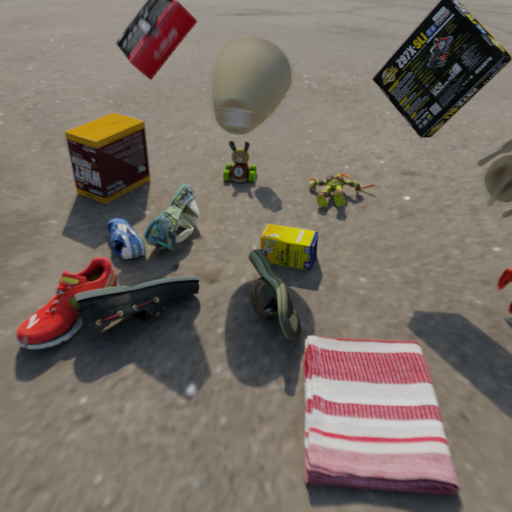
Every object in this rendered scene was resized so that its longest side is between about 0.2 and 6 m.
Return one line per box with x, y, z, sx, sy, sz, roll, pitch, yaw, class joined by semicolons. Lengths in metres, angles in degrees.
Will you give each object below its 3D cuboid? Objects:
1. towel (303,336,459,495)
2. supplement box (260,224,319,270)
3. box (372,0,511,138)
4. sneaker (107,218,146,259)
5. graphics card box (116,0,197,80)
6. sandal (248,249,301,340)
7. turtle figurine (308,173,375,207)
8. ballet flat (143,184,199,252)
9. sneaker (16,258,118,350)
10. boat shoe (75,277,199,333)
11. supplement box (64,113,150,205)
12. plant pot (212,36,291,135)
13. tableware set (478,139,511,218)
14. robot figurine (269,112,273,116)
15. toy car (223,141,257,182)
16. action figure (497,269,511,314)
1.677;2.149;8.181;1.956;0.309;2.716;3;34;3;towel
0.670;-0.183;11.370;1.086;0.591;0.595;9;35;14;supplement box
3.406;-3.488;10.494;0.504;2.041;1.629;-14;64;-46;box
-2.841;-0.370;11.745;0.564;0.507;1.372;-25;41;-29;sneaker
-2.137;-4.617;11.603;0.600;1.480;2.359;34;11;-34;graphics card box
0.209;0.733;9.912;0.678;0.944;2.378;-25;32;-3;sandal
2.008;-1.682;13.643;1.671;0.538;1.347;9;35;13;turtle figurine
-1.688;-0.801;12.287;0.868;0.868;2.340;8;35;12;ballet flat
-3.305;0.730;9.700;0.854;0.941;2.217;16;37;22;sneaker
-1.989;0.805;9.866;2.296;0.719;0.840;-11;-6;-36;boat shoe
-3.590;-2.404;13.740;1.075;1.619;1.597;21;39;27;supplement box
-0.210;-3.139;10.876;1.576;1.576;1.683;6;46;9;plant pot
4.852;-1.630;9.918;0.379;1.889;1.249;-5;69;-40;tableware set
0.122;-3.797;14.417;0.519;0.779;0.919;13;-3;-25;robot figurine
-0.416;-2.468;14.401;0.816;0.994;0.784;3;34;5;toy car
5.796;0.723;9.964;2.847;0.736;0.932;3;39;-5;action figure
